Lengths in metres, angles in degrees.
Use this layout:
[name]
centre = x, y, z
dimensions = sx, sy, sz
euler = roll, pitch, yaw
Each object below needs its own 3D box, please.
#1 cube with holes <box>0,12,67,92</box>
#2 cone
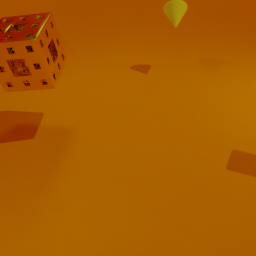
[cube with holes]
centre = -2.437, -1.838, 6.835
dimensions = 1.314, 1.314, 1.314
euler = -3, 46, 9
[cone]
centre = 1.681, -3.898, 9.931
dimensions = 0.863, 0.863, 0.866
euler = 2, 71, 2
